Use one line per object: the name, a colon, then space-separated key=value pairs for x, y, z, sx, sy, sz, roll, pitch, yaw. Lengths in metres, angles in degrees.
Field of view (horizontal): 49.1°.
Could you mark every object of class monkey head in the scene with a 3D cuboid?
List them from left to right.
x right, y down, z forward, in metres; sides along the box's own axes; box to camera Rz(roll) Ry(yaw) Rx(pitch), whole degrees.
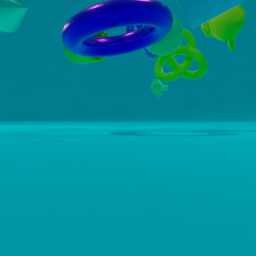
monkey head: x=1.328 y=-1.711 z=11.701 sx=0.737 sy=1.024 sz=0.617 roll=-4 pitch=-9 yaw=5
monkey head: x=2.934 y=-3.344 z=8.349 sx=1.191 sy=1.977 sz=1.422 roll=18 pitch=50 yaw=28

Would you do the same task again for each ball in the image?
ball: x=0.734 y=-2.025 z=6.044 sx=0.896 sy=0.896 sz=0.896 roll=0 pitch=1 yaw=0

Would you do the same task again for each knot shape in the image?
knot shape: x=0.602 y=-3.386 z=9.297 sx=0.858 sy=1.857 sz=1.738 roll=-25 pitch=-16 yaw=-16
knot shape: x=1.794 y=-2.471 z=10.335 sx=1.859 sy=1.987 sz=0.918 roll=-30 pitch=4 yaw=22

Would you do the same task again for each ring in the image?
ring: x=-0.179 y=-1.699 z=4.949 sx=1.967 sy=0.393 sz=1.967 roll=-11 pitch=0 yaw=0

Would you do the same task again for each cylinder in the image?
cylinder: x=-1.569 y=-3.110 z=10.585 sx=1.337 sy=1.337 sz=1.337 roll=-1 pitch=5 yaw=-36
cylinder: x=1.655 y=-2.877 z=5.898 sx=1.112 sy=1.112 sz=1.112 roll=-22 pitch=-9 yaw=27

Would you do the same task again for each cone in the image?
cone: x=-2.891 y=-3.057 z=7.216 sx=1.120 sy=1.116 sz=1.116 roll=14 pitch=10 yaw=38
